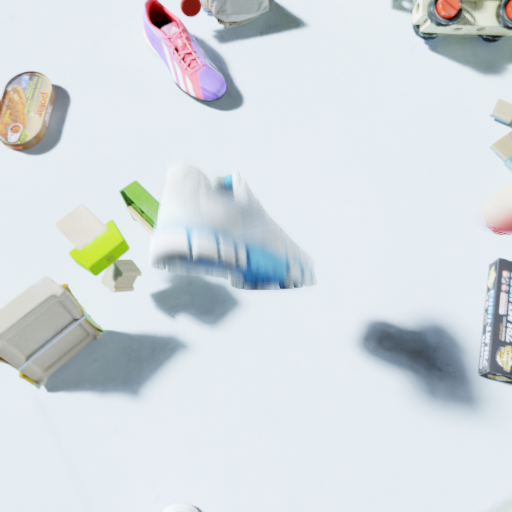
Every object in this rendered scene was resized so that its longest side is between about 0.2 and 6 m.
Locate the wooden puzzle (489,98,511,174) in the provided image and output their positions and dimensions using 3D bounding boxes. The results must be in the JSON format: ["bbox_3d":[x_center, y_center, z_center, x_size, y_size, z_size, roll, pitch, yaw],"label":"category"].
[{"bbox_3d":[5.155,-1.639,9.328,1.770,0.210,2.984,-36,73,-13],"label":"wooden puzzle"}]

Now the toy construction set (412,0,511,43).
[{"bbox_3d":[3.802,-5.143,9.834,3.953,1.821,2.592,0,92,8],"label":"toy construction set"}]

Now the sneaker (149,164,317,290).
[{"bbox_3d":[-0.085,-0.282,6.253,1.022,2.727,1.182,-9,74,27],"label":"sneaker"}]

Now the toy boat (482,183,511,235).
[{"bbox_3d":[2.937,-0.477,5.330,0.909,1.394,0.911,-30,80,-24],"label":"toy boat"}]

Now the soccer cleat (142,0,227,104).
[{"bbox_3d":[-1.299,-3.562,9.759,0.747,0.802,2.191,-34,72,-12],"label":"soccer cleat"}]

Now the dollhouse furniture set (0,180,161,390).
[{"bbox_3d":[-2.525,0.270,8.007,3.083,1.541,1.190,-41,61,-16],"label":"dollhouse furniture set"}]

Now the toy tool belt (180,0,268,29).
[{"bbox_3d":[-0.632,-4.751,10.263,1.630,1.018,1.002,-11,39,-7],"label":"toy tool belt"}]

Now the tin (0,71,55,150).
[{"bbox_3d":[-3.965,-2.496,9.630,0.836,0.313,1.494,5,69,6],"label":"tin"}]

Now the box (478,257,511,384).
[{"bbox_3d":[4.246,1.062,8.152,1.771,0.443,1.784,12,69,5],"label":"box"}]

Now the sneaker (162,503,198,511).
[{"bbox_3d":[-1.119,4.023,6.781,0.761,0.825,1.870,4,69,2],"label":"sneaker"}]
